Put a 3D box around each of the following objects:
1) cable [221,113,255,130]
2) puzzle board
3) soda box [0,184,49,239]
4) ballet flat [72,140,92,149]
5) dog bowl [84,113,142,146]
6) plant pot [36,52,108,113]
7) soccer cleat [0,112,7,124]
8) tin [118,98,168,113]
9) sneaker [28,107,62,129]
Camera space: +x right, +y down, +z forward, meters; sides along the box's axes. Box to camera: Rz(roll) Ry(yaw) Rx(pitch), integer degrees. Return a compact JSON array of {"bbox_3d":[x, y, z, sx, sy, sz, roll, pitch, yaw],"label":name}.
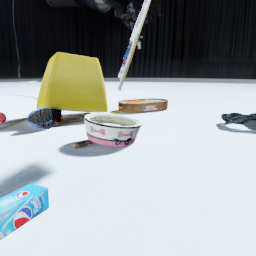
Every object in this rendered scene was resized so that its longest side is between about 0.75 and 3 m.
[{"bbox_3d":[4.877,-0.371,10.965,2.379,0.604,1.941,9,16,37],"label":"cable"},{"bbox_3d":[0.171,-2.321,7.269,0.201,1.740,2.308,18,50,-4],"label":"puzzle board"},{"bbox_3d":[-1.760,1.267,4.262,0.407,0.385,1.200,6,15,25],"label":"soda box"},{"bbox_3d":[-1.324,0.480,8.254,0.281,0.193,0.835,-12,0,29],"label":"ballet flat"},{"bbox_3d":[-0.491,0.045,8.638,1.785,0.658,1.785,8,12,-2],"label":"dog bowl"},{"bbox_3d":[-2.483,-1.922,12.405,2.646,2.334,2.646,2,3,-26],"label":"plant pot"},{"bbox_3d":[-5.737,-0.323,10.843,1.895,0.632,0.724,-14,11,-43],"label":"soccer cleat"},{"bbox_3d":[0.822,-1.208,14.807,2.842,0.595,1.591,-6,10,-26],"label":"tin"},{"bbox_3d":[-3.314,-0.373,10.883,0.872,0.838,2.224,-6,3,9],"label":"sneaker"}]
